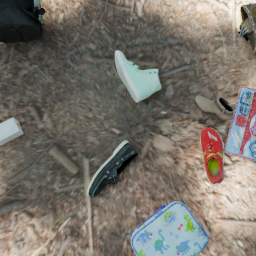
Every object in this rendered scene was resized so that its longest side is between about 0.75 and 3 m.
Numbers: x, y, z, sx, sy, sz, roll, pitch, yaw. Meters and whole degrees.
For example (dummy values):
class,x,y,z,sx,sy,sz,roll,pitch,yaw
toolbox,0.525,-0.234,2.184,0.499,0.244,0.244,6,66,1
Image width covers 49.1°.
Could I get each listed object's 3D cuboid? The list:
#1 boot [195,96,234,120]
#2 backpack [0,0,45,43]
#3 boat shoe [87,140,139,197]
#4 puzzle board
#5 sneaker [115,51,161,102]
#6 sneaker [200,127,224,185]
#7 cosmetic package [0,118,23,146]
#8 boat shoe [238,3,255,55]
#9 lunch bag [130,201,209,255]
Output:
class,x,y,z,sx,sy,sz,roll,pitch,yaw
boot,2.938,-0.791,9.427,1.373,1.004,0.482,38,77,10
backpack,-4.252,-4.562,10.032,2.442,1.853,2.927,-4,74,-15
boat shoe,-0.426,1.414,8.943,0.714,0.805,2.153,32,67,21
puzzle board,4.410,-0.075,9.428,1.796,0.207,2.383,16,85,6
sneaker,0.373,-1.992,9.924,1.213,0.757,2.056,-25,76,-11
sneaker,2.742,0.846,8.995,0.735,0.811,1.910,-13,73,19
cosmetic package,-4.178,0.157,9.483,1.032,0.419,0.582,-27,76,-6
boat shoe,4.536,-3.643,10.385,0.819,0.817,2.262,3,65,6
lunch bag,1.196,3.291,8.391,2.075,0.856,1.668,-36,79,-9
